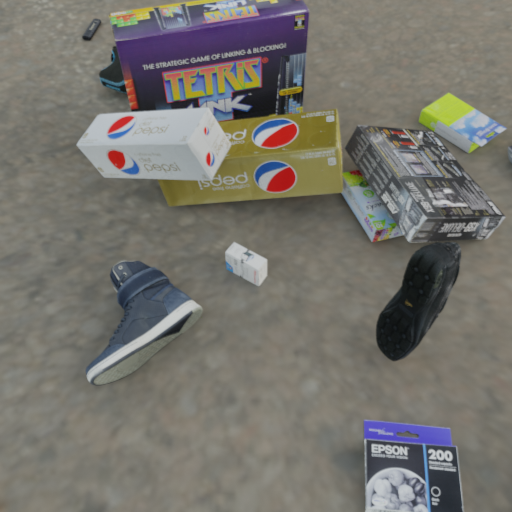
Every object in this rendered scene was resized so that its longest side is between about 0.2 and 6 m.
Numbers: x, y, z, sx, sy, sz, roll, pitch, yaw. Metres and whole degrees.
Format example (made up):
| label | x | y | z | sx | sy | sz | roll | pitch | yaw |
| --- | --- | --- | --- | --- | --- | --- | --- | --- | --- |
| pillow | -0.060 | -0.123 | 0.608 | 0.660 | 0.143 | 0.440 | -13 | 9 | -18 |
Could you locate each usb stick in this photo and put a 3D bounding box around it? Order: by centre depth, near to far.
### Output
| label | x | y | z | sx | sy | sz | roll | pitch | yaw |
| --- | --- | --- | --- | --- | --- | --- | --- | --- | --- |
| usb stick | -4.365 | -6.014 | 14.878 | 0.250 | 0.147 | 0.902 | 8 | 54 | 7 |

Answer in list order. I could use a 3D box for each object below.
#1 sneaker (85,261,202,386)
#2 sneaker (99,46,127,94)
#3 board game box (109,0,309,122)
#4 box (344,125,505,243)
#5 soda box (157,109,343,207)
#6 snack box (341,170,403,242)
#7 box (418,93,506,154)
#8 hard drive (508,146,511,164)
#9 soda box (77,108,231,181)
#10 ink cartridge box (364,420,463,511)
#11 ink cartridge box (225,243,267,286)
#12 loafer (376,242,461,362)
| label | x | y | z | sx | sy | sz | roll | pitch | yaw |
| --- | --- | --- | --- | --- | --- | --- | --- | --- | --- |
| sneaker | -2.184 | 1.004 | 9.190 | 1.558 | 0.820 | 2.156 | 44 | 54 | 15 |
| sneaker | -2.905 | -5.065 | 13.621 | 1.167 | 1.043 | 2.850 | 8 | 54 | 6 |
| board game box | -0.823 | -3.511 | 11.278 | 3.592 | 2.969 | 1.019 | -12 | 54 | -8 |
| box | 3.185 | -1.422 | 10.744 | 2.057 | 0.649 | 2.608 | -4 | 51 | -30 |
| soda box | -0.131 | -1.850 | 10.760 | 3.505 | 1.122 | 1.187 | -4 | 49 | 12 |
| snack box | 2.451 | -1.069 | 11.016 | 1.126 | 0.419 | 1.583 | -13 | 55 | -15 |
| box | 4.567 | -2.924 | 12.449 | 0.974 | 0.381 | 1.597 | -34 | 61 | -23 |
| hard drive | 6.350 | -1.711 | 11.515 | 1.424 | 0.447 | 2.112 | -26 | 58 | -18 |
| soda box | -1.838 | -1.951 | 9.877 | 2.665 | 0.907 | 0.848 | 6 | 58 | 33 |
| ink cartridge box | 2.244 | 3.043 | 8.114 | 1.344 | 0.294 | 1.357 | 4 | 53 | 4 |
| ink cartridge box | -0.177 | 0.157 | 10.086 | 0.724 | 0.530 | 0.311 | 27 | 58 | 18 |
| loafer | 2.470 | 0.743 | 8.478 | 0.811 | 2.310 | 0.784 | -20 | 50 | -31 |
